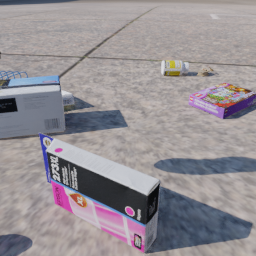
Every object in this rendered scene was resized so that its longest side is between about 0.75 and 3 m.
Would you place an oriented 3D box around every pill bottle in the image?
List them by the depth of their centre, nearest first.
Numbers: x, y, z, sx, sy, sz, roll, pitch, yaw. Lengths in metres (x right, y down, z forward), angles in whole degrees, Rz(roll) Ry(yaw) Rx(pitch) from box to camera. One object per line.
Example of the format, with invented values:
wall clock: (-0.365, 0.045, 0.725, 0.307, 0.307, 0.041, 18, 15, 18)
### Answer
pill bottle: (2.112, -2.700, 12.576, 1.167, 0.650, 0.650, 0, 29, -2)

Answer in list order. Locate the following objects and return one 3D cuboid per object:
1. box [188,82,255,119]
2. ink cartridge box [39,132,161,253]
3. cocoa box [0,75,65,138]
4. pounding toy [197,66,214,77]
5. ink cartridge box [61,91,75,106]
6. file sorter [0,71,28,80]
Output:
box: (3.338, -1.019, 9.777, 2.078, 0.406, 1.422, -22, 36, -34)
ink cartridge box: (-0.732, 1.071, 5.104, 2.746, 1.300, 0.509, 19, 34, 30)
cocoa box: (-2.918, -0.659, 8.161, 2.008, 1.339, 1.318, -7, 30, -12)
pounding toy: (3.463, -2.625, 12.647, 0.761, 0.437, 0.435, -18, 38, -30)
ink cartridge box: (-2.789, -0.993, 9.931, 1.416, 0.441, 1.760, -12, 13, -21)
file sorter: (-4.352, -1.491, 9.956, 1.495, 0.917, 1.038, 8, 30, 27)
